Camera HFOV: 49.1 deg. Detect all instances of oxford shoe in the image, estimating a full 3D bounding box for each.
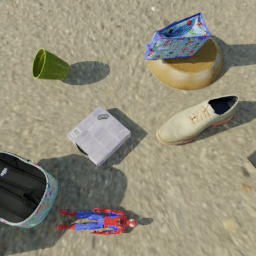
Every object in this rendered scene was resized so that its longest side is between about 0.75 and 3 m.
[{"bbox_3d":[2.140,-0.367,8.644,2.776,1.025,0.983,-27,69,-11],"label":"oxford shoe"}]

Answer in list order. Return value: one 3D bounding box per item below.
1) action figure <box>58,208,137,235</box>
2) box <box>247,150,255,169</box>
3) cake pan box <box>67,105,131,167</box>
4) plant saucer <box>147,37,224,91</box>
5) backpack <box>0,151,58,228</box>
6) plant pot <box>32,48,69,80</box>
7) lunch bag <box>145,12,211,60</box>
[{"bbox_3d":[-0.819,2.565,7.676,2.138,0.553,0.699,3,64,-2],"label":"action figure"},{"bbox_3d":[4.574,0.700,7.334,1.361,2.567,1.569,-28,69,-12],"label":"box"},{"bbox_3d":[-0.907,0.244,8.716,1.409,0.400,1.529,39,71,19],"label":"cake pan box"},{"bbox_3d":[2.074,-2.643,9.935,2.788,0.494,2.788,0,67,0],"label":"plant saucer"},{"bbox_3d":[-2.904,1.712,7.480,1.934,1.456,1.717,16,67,19],"label":"backpack"},{"bbox_3d":[-2.527,-2.011,9.318,0.963,1.000,1.000,11,59,-40],"label":"plant pot"},{"bbox_3d":[1.381,-2.665,8.730,1.827,1.375,0.859,-20,83,-16],"label":"lunch bag"}]
